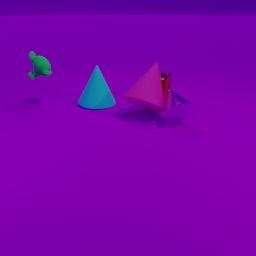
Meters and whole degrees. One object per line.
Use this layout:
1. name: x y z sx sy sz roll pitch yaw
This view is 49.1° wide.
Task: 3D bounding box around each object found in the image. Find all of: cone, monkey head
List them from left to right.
1. monkey head: -3.080 -2.062 9.628 0.783 0.656 1.088 -39 80 -22
2. cone: -1.110 -1.548 10.006 1.369 1.375 1.369 2 24 -1
3. cone: 0.724 -1.443 9.041 1.478 1.484 1.478 18 -4 1
4. cone: 1.402 -0.816 8.430 0.965 0.965 0.969 -8 58 -16

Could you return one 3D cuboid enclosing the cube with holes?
1. cube with holes: 1.032 -1.476 10.400 0.959 0.959 0.959 8 25 19
